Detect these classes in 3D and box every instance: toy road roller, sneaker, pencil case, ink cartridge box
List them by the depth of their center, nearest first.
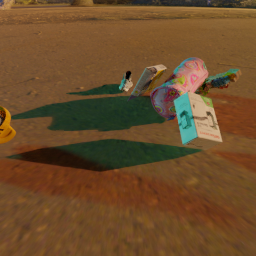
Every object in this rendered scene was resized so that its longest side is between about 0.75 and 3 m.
[{"bbox_3d":[1.558,-0.149,6.242,0.821,0.473,1.124,11,60,-33],"label":"ink cartridge box"},{"bbox_3d":[-3.217,0.112,6.290,0.858,1.019,1.396,35,82,31],"label":"toy road roller"},{"bbox_3d":[1.589,-1.222,8.264,1.060,1.060,2.424,14,38,25],"label":"pencil case"},{"bbox_3d":[0.588,-1.339,8.569,0.284,1.207,1.193,37,30,13],"label":"ink cartridge box"},{"bbox_3d":[0.011,-1.750,9.886,0.418,0.643,1.113,18,30,-2],"label":"sneaker"}]

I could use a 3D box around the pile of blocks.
[{"bbox_3d":[2.892,-1.389,9.180,1.667,0.518,0.684,-15,34,35],"label":"pile of blocks"}]
